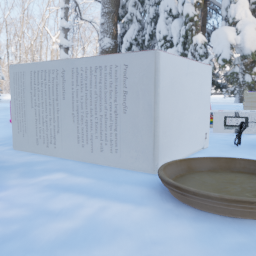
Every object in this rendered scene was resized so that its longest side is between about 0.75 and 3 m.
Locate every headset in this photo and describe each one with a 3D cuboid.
[{"bbox_3d":[2.801,0.223,5.127,1.534,0.721,0.947,18,15,18],"label":"headset"}]

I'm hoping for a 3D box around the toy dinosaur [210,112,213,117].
[{"bbox_3d":[2.715,-1.213,11.686,1.216,2.317,2.102,7,-40,-18],"label":"toy dinosaur"}]

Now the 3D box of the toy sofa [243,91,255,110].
[{"bbox_3d":[4.993,-0.760,9.947,1.046,1.232,2.525,0,4,4],"label":"toy sofa"}]

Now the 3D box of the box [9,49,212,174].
[{"bbox_3d":[-0.266,-0.372,5.019,2.925,1.556,2.227,4,7,32],"label":"box"}]

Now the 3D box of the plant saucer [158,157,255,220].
[{"bbox_3d":[1.073,0.545,2.810,1.550,0.228,1.550,0,6,0],"label":"plant saucer"}]

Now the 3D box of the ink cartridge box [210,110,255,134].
[{"bbox_3d":[2.926,-0.187,7.700,1.765,0.599,1.024,3,7,23],"label":"ink cartridge box"}]

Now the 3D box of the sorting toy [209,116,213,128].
[{"bbox_3d":[2.889,-0.230,9.282,0.981,0.344,0.987,-2,7,-18],"label":"sorting toy"}]

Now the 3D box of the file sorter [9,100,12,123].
[{"bbox_3d":[-3.794,-0.651,10.763,1.371,0.859,0.952,-3,7,-27],"label":"file sorter"}]

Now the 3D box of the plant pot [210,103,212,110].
[{"bbox_3d":[3.414,-1.058,13.410,1.246,1.102,1.246,-1,6,0],"label":"plant pot"}]
